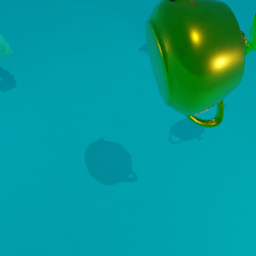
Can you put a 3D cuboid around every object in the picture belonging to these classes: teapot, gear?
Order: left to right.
[{"bbox_3d":[-3.408,-2.361,6.850,0.253,1.368,1.368,-37,53,-2],"label":"gear"},{"bbox_3d":[0.724,-0.835,2.884,0.960,1.961,1.220,-15,28,1],"label":"teapot"}]

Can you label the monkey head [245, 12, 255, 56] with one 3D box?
[{"bbox_3d":[2.861,-1.862,6.066,0.932,1.296,0.781,-30,12,4],"label":"monkey head"}]
